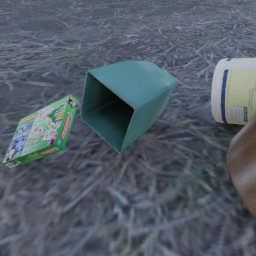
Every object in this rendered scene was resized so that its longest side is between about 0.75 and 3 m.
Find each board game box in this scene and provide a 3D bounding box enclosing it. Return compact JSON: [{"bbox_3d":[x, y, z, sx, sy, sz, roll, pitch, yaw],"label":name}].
[{"bbox_3d":[-1.812,0.099,5.729,1.744,0.254,1.174,-19,46,34],"label":"board game box"}]

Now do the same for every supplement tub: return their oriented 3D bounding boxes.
[{"bbox_3d":[3.352,-0.869,6.832,2.299,1.667,1.667,6,33,29],"label":"supplement tub"}]

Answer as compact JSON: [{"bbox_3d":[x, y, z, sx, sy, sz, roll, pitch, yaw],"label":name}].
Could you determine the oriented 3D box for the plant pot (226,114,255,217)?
[{"bbox_3d":[3.164,0.193,4.023,2.850,2.821,2.850,12,51,-16],"label":"plant pot"}]

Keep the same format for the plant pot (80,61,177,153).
[{"bbox_3d":[0.136,-0.744,6.858,1.459,1.458,2.064,40,48,20],"label":"plant pot"}]
